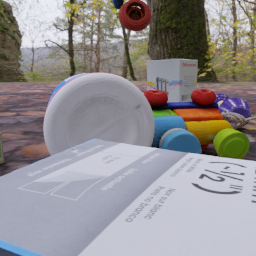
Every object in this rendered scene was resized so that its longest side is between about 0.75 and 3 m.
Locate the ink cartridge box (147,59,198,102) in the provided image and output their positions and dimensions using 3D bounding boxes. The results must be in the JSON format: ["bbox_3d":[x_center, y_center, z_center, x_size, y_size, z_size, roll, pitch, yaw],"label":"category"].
[{"bbox_3d":[1.596,-1.511,10.105,1.375,1.902,1.382,9,14,37],"label":"ink cartridge box"}]

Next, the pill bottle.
[{"bbox_3d":[-0.630,-0.186,4.692,1.452,1.452,2.587,-3,10,-14],"label":"pill bottle"}]

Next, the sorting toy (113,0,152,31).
[{"bbox_3d":[0.148,-4.027,8.955,1.288,2.143,0.880,8,-8,-3],"label":"sorting toy"}]

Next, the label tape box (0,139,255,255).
[{"bbox_3d":[0.592,0.817,0.804,2.965,0.980,2.125,4,12,26],"label":"label tape box"}]

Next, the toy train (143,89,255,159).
[{"bbox_3d":[1.504,0.046,4.726,2.640,1.117,1.528,-3,22,-13],"label":"toy train"}]

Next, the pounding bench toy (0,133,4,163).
[{"bbox_3d":[-2.407,0.182,4.432,0.624,0.800,0.497,7,13,29],"label":"pounding bench toy"}]

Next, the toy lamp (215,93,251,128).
[{"bbox_3d":[2.870,-0.521,8.081,0.854,0.854,2.935,2,9,9],"label":"toy lamp"}]
